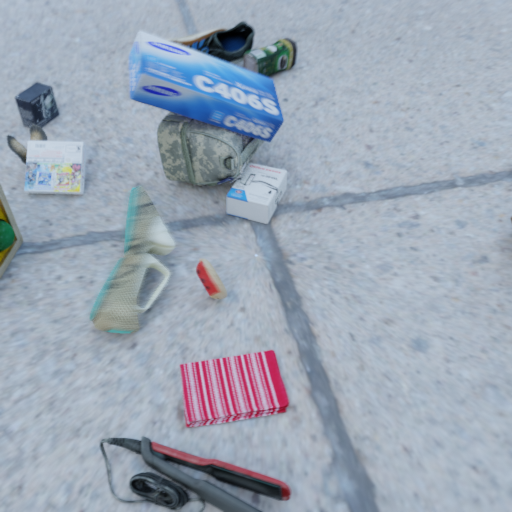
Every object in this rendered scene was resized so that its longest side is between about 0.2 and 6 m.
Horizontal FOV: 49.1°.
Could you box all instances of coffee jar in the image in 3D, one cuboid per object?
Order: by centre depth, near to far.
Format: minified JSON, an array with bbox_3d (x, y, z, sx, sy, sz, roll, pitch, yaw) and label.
[{"bbox_3d":[0.393,-5.164,14.721,1.513,0.789,0.645,-30,57,-28],"label":"coffee jar"}]

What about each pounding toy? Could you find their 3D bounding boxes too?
[{"bbox_3d":[-4.964,-0.210,8.548,1.310,2.515,2.862,6,45,5],"label":"pounding toy"}]

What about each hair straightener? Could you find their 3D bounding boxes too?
[{"bbox_3d":[-0.908,2.871,6.901,2.543,0.520,0.978,16,47,15],"label":"hair straightener"}]

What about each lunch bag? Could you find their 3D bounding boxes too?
[{"bbox_3d":[-0.778,-2.352,11.302,1.750,1.454,2.086,8,38,21],"label":"lunch bag"}]

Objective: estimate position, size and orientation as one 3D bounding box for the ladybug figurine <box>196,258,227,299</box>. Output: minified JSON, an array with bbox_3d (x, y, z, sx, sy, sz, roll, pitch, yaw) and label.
[{"bbox_3d":[-0.753,0.395,9.146,0.275,0.519,0.765,-31,95,-10],"label":"ladybug figurine"}]

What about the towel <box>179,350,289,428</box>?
[{"bbox_3d":[-0.335,1.894,8.134,1.480,0.166,1.070,-7,45,-7],"label":"towel"}]

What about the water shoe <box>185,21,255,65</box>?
[{"bbox_3d":[-1.298,-5.102,14.087,2.818,1.112,1.008,-35,88,-19],"label":"water shoe"}]

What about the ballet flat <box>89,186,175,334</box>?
[{"bbox_3d":[-1.921,0.086,9.345,1.018,0.917,2.703,16,58,-10],"label":"ballet flat"}]

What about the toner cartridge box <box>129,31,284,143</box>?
[{"bbox_3d":[-0.901,-3.082,10.337,2.777,0.600,1.319,11,47,-27],"label":"toner cartridge box"}]

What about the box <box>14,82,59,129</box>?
[{"bbox_3d":[-5.099,-3.485,13.057,0.488,0.774,0.787,19,49,18],"label":"box"}]

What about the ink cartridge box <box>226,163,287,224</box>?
[{"bbox_3d":[0.025,-1.256,11.029,0.868,0.501,1.189,14,47,14],"label":"ink cartridge box"}]

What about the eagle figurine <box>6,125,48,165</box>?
[{"bbox_3d":[-4.655,-2.137,11.601,0.701,0.929,0.705,0,39,9],"label":"eagle figurine"}]

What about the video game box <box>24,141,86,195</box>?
[{"bbox_3d":[-4.049,-1.777,11.327,1.154,0.270,1.051,2,81,1],"label":"video game box"}]

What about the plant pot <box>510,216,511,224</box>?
[{"bbox_3d":[5.808,-0.485,9.272,2.709,2.709,1.250,-13,82,-12],"label":"plant pot"}]

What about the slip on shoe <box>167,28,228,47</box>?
[{"bbox_3d":[-1.866,-5.380,14.950,2.675,1.017,0.810,-28,17,-18],"label":"slip on shoe"}]
